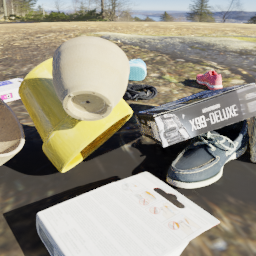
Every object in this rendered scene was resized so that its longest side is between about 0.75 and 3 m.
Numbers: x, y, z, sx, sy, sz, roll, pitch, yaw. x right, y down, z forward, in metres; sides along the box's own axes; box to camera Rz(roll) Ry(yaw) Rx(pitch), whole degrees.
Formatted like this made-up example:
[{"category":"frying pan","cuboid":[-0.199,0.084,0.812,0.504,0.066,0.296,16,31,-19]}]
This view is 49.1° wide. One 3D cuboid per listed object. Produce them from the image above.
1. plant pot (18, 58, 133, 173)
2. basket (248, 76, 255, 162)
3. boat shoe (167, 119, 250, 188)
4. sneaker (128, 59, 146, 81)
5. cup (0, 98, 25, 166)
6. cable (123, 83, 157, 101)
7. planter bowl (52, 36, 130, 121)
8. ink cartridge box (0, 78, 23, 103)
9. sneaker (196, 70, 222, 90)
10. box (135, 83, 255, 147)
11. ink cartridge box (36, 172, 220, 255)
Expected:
[{"category":"plant pot","cuboid":[-1.233,-0.384,5.975,1.879,1.997,1.997,48,38,4]},{"category":"basket","cuboid":[3.983,-0.447,6.643,1.823,2.267,2.246,7,25,18]},{"category":"boat shoe","cuboid":[1.915,0.423,6.310,2.948,0.911,1.104,-20,29,-37]},{"category":"sneaker","cuboid":[-0.193,-2.879,13.452,2.295,0.913,1.498,13,29,5]},{"category":"cup","cuboid":[-3.568,0.172,5.119,2.580,1.845,2.580,44,10,-10]},{"category":"cable","cuboid":[0.305,-1.543,11.090,1.446,0.450,1.772,-15,28,-29]},{"category":"planter bowl","cuboid":[-0.606,-0.652,4.442,1.277,1.277,0.859,0,57,-1]},{"category":"ink cartridge box","cuboid":[-5.034,-1.281,10.459,1.366,0.535,2.885,20,34,38]},{"category":"sneaker","cuboid":[3.551,-2.189,12.096,0.646,0.760,1.752,-7,25,-15]},{"category":"box","cuboid":[1.382,-0.333,6.496,2.083,0.657,2.641,-19,6,-4]},{"category":"ink cartridge box","cuboid":[-0.005,1.590,4.408,2.275,0.538,1.821,-14,28,-35]}]
